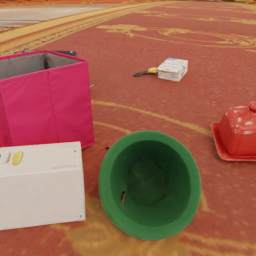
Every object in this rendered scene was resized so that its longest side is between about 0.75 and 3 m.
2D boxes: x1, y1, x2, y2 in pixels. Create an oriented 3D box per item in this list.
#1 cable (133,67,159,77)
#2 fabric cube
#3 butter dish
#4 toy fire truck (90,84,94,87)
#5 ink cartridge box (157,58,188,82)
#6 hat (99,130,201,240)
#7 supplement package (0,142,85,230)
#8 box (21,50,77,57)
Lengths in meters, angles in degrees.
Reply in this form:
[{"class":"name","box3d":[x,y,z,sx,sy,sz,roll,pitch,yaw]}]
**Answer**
[{"class":"cable","box3d":[0.948,-3.156,15.559,1.468,0.369,0.713,-7,32,-12]},{"class":"fabric cube","box3d":[-3.014,-0.723,8.893,2.827,2.818,2.773,-23,35,-37]},{"class":"butter dish","box3d":[4.012,-0.091,9.099,2.241,1.657,2.235,1,35,5]},{"class":"toy fire truck","box3d":[-2.109,-1.989,13.538,0.871,0.561,0.767,10,30,-5]},{"class":"ink cartridge box","box3d":[2.394,-3.115,15.170,1.184,0.693,2.042,14,34,22]},{"class":"hat","box3d":[0.425,1.580,7.808,2.462,2.617,2.973,4,66,-4]},{"class":"supplement package","box3d":[-2.140,1.371,6.771,2.101,1.636,1.165,-4,31,-9]},{"class":"box","box3d":[-4.144,-2.742,13.772,2.848,1.483,2.593,3,33,5]}]
